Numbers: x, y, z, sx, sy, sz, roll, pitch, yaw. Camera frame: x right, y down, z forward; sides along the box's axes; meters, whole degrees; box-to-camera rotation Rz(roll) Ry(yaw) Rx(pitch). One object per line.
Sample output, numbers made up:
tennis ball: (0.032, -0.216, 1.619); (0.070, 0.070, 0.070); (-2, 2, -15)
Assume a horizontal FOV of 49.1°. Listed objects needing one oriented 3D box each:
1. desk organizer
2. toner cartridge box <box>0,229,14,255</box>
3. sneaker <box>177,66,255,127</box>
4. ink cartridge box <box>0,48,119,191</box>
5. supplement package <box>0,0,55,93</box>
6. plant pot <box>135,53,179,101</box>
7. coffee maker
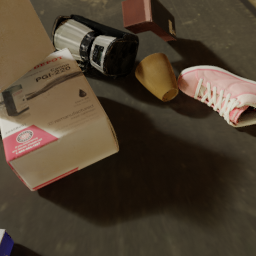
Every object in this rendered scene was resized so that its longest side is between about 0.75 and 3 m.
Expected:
desk organizer: (0.755, -3.413, 9.021); (0.918, 0.855, 2.384); (-5, 1, 26)
toner cartridge box: (-2.787, 2.818, 4.142); (1.229, 0.558, 2.587); (3, 47, 3)
sneaker: (2.432, -0.812, 7.258); (2.476, 0.932, 1.294); (17, 44, 10)
ink cartridge box: (-1.753, -0.373, 6.459); (2.094, 1.219, 2.875); (-25, 48, -9)
supplement package: (-3.540, -2.012, 6.133); (2.695, 2.045, 2.030); (7, 45, 36)
plant pot: (0.881, -1.290, 7.645); (1.022, 1.022, 1.096); (-19, 62, -17)
coffee maker: (-0.824, -2.592, 8.547); (2.248, 1.514, 2.159); (28, 52, 23)
